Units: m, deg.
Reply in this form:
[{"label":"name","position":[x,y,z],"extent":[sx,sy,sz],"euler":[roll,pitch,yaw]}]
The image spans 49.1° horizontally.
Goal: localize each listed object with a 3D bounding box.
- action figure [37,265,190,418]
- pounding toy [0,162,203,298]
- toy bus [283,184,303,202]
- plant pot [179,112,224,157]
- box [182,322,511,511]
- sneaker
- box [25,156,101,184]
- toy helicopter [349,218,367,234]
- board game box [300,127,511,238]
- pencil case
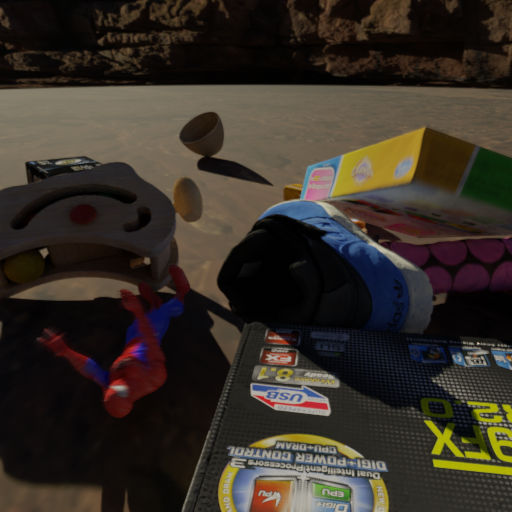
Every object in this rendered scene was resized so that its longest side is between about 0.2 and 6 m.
[{"label":"action figure","position":[-1.333,0.643,5.735],"extent":[0.746,1.131,2.286],"euler":[-30,24,15]},{"label":"pounding toy","position":[-2.130,-0.063,8.207],"extent":[3.256,1.868,1.862],"euler":[-17,53,-18]},{"label":"toy bus","position":[1.137,-1.251,11.901],"extent":[0.446,0.371,1.138],"euler":[-20,28,-40]},{"label":"plant pot","position":[-1.511,-3.541,16.922],"extent":[1.370,0.920,1.370],"euler":[-17,45,18]},{"label":"box","position":[1.379,1.531,4.054],"extent":[3.422,0.758,2.742],"euler":[3,21,8]},{"label":"sneaker","position":[0.314,-0.010,6.863],"extent":[1.921,1.326,3.454],"euler":[9,18,-29]},{"label":"box","position":[-4.206,-1.694,12.559],"extent":[1.414,0.744,1.727],"euler":[-13,24,-32]},{"label":"toy helicopter","position":[1.121,-0.387,9.440],"extent":[1.453,0.573,0.961],"euler":[-2,18,2]},{"label":"board game box","position":[2.213,-0.807,7.477],"extent":[2.281,0.601,2.981],"euler":[14,-4,-19]},{"label":"pencil case","position":[2.600,0.157,7.618],"extent":[2.049,0.930,0.960],"euler":[0,-17,-6]}]
